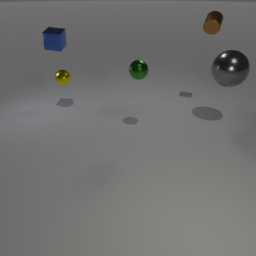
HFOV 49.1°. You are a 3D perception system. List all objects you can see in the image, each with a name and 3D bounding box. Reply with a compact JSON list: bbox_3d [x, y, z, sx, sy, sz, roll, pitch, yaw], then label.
[{"bbox_3d":[-2.909,-2.257,12.503,0.700,0.700,0.700,0,28,0],"label":"ball"},{"bbox_3d":[3.926,-2.277,10.762,1.400,1.400,1.400,0,28,0],"label":"ball"},{"bbox_3d":[-2.893,-3.513,11.076,0.700,0.700,0.700,7,38,3],"label":"cube"},{"bbox_3d":[3.515,-4.342,11.558,0.700,0.700,0.700,12,53,21],"label":"cylinder"},{"bbox_3d":[0.375,-2.049,9.863,0.700,0.700,0.700,0,28,0],"label":"ball"}]
